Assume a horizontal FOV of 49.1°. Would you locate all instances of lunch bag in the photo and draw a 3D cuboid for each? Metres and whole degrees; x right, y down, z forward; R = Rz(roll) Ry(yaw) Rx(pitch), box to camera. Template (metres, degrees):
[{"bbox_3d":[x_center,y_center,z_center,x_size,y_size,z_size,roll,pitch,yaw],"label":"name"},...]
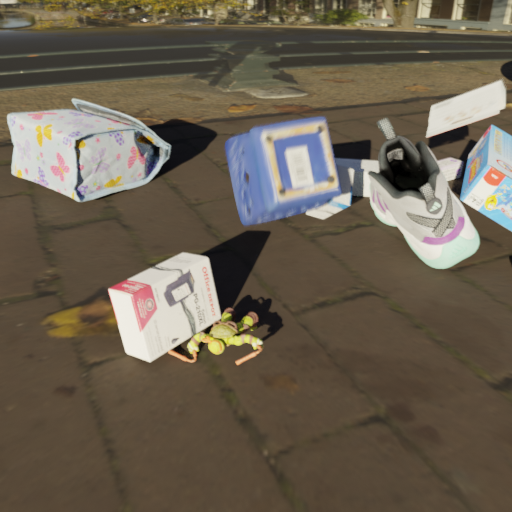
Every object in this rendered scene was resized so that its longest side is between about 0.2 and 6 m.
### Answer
[{"bbox_3d":[-3.817,-2.572,13.049,2.441,1.830,2.878,22,27,30],"label":"lunch bag"}]

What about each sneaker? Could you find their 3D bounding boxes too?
[{"bbox_3d":[2.636,-1.511,10.176,1.335,2.402,3.434,-34,29,4],"label":"sneaker"}]

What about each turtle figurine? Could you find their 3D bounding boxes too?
[{"bbox_3d":[-0.461,1.052,7.595,1.330,0.428,1.073,-7,16,21],"label":"turtle figurine"}]

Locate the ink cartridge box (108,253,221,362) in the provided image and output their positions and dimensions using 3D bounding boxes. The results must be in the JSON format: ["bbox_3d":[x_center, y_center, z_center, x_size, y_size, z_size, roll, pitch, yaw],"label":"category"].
[{"bbox_3d":[-1.208,0.663,7.696,0.576,0.989,1.366,8,26,42],"label":"ink cartridge box"}]

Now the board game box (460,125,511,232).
[{"bbox_3d":[5.121,-1.050,10.078,2.666,0.761,2.723,33,34,6],"label":"board game box"}]

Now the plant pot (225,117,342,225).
[{"bbox_3d":[0.500,-1.460,9.458,1.570,1.570,1.412,-13,2,-18],"label":"plant pot"}]

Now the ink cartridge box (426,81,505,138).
[{"bbox_3d":[3.478,-2.344,9.292,1.201,0.262,1.043,-14,37,35],"label":"ink cartridge box"}]

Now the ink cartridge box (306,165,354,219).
[{"bbox_3d":[1.414,-1.223,10.871,0.438,0.752,1.040,14,-16,-19],"label":"ink cartridge box"}]

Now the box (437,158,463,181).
[{"bbox_3d":[3.997,-1.898,13.209,2.133,0.413,0.442,-16,32,-28],"label":"box"}]

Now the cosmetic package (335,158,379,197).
[{"bbox_3d":[2.196,-1.801,12.815,1.568,0.636,0.885,8,29,12],"label":"cosmetic package"}]
